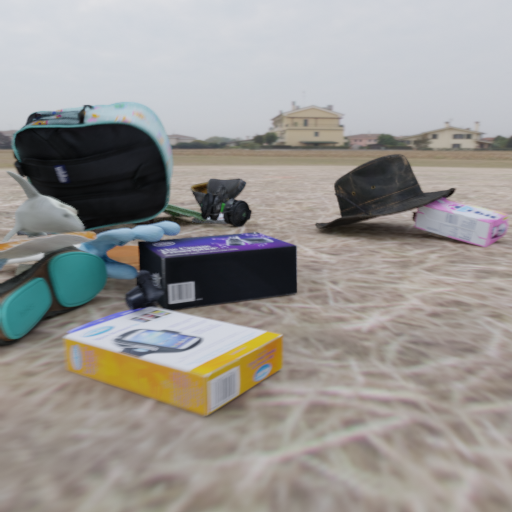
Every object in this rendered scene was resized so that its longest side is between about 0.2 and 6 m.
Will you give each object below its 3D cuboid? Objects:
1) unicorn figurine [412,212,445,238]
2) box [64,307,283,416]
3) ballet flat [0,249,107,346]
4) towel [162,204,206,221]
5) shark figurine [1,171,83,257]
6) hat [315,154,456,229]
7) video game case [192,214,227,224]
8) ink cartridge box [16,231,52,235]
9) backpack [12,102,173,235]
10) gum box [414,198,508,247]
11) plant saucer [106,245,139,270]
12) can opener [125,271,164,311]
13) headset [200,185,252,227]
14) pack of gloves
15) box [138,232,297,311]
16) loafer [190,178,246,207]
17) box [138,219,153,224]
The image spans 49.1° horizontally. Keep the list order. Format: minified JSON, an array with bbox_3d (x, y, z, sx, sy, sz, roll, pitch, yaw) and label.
[{"bbox_3d":[4.102,-0.685,13.201,1.002,0.370,0.688,19,24,11],"label":"unicorn figurine"},{"bbox_3d":[-0.890,0.926,5.478,2.008,0.417,1.196,5,12,34],"label":"box"},{"bbox_3d":[-2.774,0.423,6.966,0.829,0.824,2.424,-6,10,14],"label":"ballet flat"},{"bbox_3d":[-2.493,-1.289,15.326,1.609,0.247,2.109,14,0,-34],"label":"towel"},{"bbox_3d":[-3.000,-0.287,7.410,1.230,0.859,2.059,38,-25,-8],"label":"shark figurine"},{"bbox_3d":[2.987,-1.683,13.708,3.474,1.401,3.474,-14,2,1],"label":"hat"},{"bbox_3d":[-1.072,-1.043,15.607,1.057,0.138,1.161,4,13,18],"label":"video game case"},{"bbox_3d":[-5.361,-0.661,13.642,0.820,0.180,0.828,-4,14,-15],"label":"ink cartridge box"},{"bbox_3d":[-3.556,-2.169,13.181,3.257,2.863,2.497,-4,31,5],"label":"backpack"},{"bbox_3d":[4.573,-0.774,12.424,1.767,0.584,1.003,22,28,38],"label":"gum box"},{"bbox_3d":[-2.470,0.025,10.158,1.379,0.258,1.379,0,11,0],"label":"plant saucer"},{"bbox_3d":[-1.269,0.464,6.394,0.440,0.355,1.120,-19,-16,-13],"label":"can opener"},{"bbox_3d":[-0.802,-1.331,14.463,1.318,1.003,2.135,13,8,6],"label":"headset"},{"bbox_3d":[-3.155,0.240,8.090,3.845,0.759,3.230,-10,3,39],"label":"pack of gloves"},{"bbox_3d":[-0.591,0.165,8.247,1.995,0.787,1.408,-6,10,-25],"label":"box"},{"bbox_3d":[-1.232,-2.042,17.397,2.210,0.799,0.805,-14,39,43],"label":"loafer"},{"bbox_3d":[-3.124,-1.132,15.093,0.584,0.479,0.484,10,11,43],"label":"box"}]
